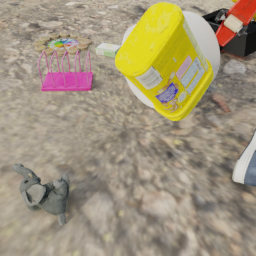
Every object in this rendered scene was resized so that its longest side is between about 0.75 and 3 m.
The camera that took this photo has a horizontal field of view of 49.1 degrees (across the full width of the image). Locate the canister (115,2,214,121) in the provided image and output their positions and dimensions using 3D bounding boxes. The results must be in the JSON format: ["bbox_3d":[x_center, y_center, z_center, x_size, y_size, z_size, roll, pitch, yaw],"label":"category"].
[{"bbox_3d":[0.822,-1.219,5.651,0.914,2.111,1.568,35,90,36],"label":"canister"}]

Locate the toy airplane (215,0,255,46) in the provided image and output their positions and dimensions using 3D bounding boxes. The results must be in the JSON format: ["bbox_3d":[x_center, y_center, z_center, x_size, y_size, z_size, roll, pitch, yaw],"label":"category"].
[{"bbox_3d":[3.351,-3.467,7.404,2.267,2.277,1.607,-5,11,21],"label":"toy airplane"}]

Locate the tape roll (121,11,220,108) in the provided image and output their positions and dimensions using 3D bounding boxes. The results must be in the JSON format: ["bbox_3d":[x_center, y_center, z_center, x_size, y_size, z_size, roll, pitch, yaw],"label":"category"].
[{"bbox_3d":[1.182,-2.003,8.327,1.721,2.506,2.506,-27,46,-29],"label":"tape roll"}]

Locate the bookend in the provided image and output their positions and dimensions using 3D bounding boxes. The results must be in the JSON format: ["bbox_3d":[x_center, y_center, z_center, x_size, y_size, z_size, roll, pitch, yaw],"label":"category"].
[{"bbox_3d":[3.774,-3.593,11.048,2.503,1.153,2.488,-27,43,-20],"label":"bookend"}]

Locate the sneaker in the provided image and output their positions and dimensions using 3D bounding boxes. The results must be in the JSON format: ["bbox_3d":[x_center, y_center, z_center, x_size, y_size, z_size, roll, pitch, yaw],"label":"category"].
[{"bbox_3d":[3.606,0.585,6.275,1.704,0.897,2.358,16,50,35],"label":"sneaker"}]

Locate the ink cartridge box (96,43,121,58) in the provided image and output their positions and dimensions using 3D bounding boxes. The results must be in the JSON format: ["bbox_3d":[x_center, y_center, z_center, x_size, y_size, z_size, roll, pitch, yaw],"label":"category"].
[{"bbox_3d":[-0.690,-3.404,11.827,0.903,0.297,1.240,15,43,18],"label":"ink cartridge box"}]

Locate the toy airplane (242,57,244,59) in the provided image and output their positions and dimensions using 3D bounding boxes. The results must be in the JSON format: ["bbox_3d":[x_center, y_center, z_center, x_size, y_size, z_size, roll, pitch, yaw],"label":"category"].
[{"bbox_3d":[4.521,-3.371,11.763,1.623,0.299,1.623,-1,39,1],"label":"toy airplane"}]

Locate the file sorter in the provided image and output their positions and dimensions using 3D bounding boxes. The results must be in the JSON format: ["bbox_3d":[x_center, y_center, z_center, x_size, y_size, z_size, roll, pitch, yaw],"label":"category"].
[{"bbox_3d":[-2.080,-1.984,9.469,1.642,1.030,1.141,-1,39,-1],"label":"file sorter"}]

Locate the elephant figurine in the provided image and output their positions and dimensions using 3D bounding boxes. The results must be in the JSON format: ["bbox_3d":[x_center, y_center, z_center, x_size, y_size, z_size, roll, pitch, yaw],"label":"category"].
[{"bbox_3d":[-1.807,1.303,5.638,1.193,0.844,0.925,4,24,-5],"label":"elephant figurine"}]

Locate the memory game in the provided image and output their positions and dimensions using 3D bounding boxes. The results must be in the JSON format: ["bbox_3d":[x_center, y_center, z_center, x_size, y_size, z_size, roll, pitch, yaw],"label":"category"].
[{"bbox_3d":[-2.875,-3.748,12.335,2.521,0.161,2.521,0,39,0],"label":"memory game"}]
